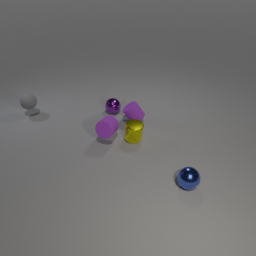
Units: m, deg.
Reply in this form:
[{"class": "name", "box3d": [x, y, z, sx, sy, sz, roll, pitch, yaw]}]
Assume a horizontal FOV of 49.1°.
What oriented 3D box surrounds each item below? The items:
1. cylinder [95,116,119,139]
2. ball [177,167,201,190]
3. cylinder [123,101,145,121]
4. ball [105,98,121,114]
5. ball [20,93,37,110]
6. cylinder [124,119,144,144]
[{"class": "cylinder", "box3d": [-0.776, -0.038, 10.513, 0.700, 0.700, 0.700, 10, 21, 15]}, {"class": "ball", "box3d": [1.863, 1.533, 8.576, 0.700, 0.700, 0.700, 0, 32, 0]}, {"class": "cylinder", "box3d": [0.245, -0.660, 11.850, 0.700, 0.700, 0.700, -32, 23, 15]}, {"class": "ball", "box3d": [-0.678, -0.998, 12.606, 0.700, 0.700, 0.700, 0, 32, 0]}, {"class": "ball", "box3d": [-4.325, -1.150, 12.176, 0.700, 0.700, 0.700, 0, 32, 0]}, {"class": "cylinder", "box3d": [0.230, 0.126, 10.762, 0.700, 0.700, 0.700, 4, 38, -3]}]
